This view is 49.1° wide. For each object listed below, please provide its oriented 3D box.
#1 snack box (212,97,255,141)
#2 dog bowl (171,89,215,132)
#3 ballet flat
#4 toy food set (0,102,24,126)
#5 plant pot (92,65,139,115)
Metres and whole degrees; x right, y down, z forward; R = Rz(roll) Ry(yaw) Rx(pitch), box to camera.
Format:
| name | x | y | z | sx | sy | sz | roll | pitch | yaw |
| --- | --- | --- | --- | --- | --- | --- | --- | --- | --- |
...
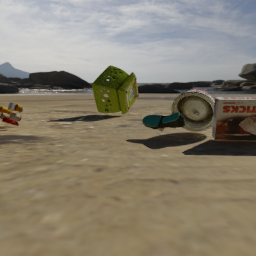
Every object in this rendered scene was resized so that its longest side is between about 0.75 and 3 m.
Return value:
| name | x | y | z | sx | sy | sz | roll | pitch | yaw |
| --- | --- | --- | --- | --- | --- | --- | --- | --- | --- |
| snack box | 2.999 | -0.176 | 5.729 | 2.420 | 0.870 | 0.294 | 1 | 17 | 4 |
| dog bowl | 1.629 | -0.464 | 6.771 | 1.089 | 1.089 | 0.402 | 4 | 33 | 24 |
| ballet flat | 0.771 | -0.093 | 6.053 | 1.053 | 0.358 | 0.360 | -1 | -37 | 47 |
| toy food set | -3.143 | -0.360 | 7.779 | 1.089 | 0.520 | 0.490 | -6 | -21 | 39 |
| plant pot | -0.408 | -1.449 | 11.118 | 1.328 | 1.457 | 1.464 | 14 | 48 | 22 |
